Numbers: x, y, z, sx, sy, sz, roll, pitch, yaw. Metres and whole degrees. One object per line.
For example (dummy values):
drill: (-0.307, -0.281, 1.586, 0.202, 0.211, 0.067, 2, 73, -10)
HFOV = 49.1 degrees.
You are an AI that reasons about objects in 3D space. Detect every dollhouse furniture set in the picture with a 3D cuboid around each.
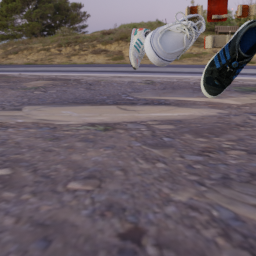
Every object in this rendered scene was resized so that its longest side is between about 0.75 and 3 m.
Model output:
dollhouse furniture set: (3.079, -3.863, 9.668, 2.204, 2.180, 1.135, 0, 16, 5)

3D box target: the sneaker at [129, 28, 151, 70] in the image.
sneaker: (0.452, -2.701, 9.440, 0.708, 1.515, 0.533, 0, -17, 17)

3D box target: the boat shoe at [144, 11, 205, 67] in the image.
boat shoe: (1.074, -1.839, 5.449, 0.838, 0.726, 1.966, -30, 7, 44)

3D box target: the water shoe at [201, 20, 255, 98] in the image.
water shoe: (2.226, -1.486, 5.988, 0.678, 1.895, 0.748, 32, 13, -1)
